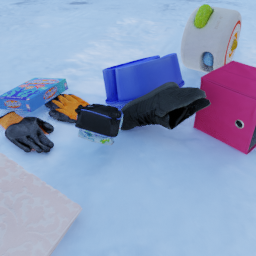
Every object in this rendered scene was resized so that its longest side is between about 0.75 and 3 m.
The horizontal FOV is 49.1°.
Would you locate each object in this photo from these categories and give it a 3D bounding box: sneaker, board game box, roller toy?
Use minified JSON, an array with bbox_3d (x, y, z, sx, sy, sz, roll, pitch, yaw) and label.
[{"bbox_3d":[0.848,-0.422,7.730,2.591,0.778,1.351,-32,41,12],"label":"sneaker"},{"bbox_3d":[-3.226,-1.192,9.568,1.486,0.440,1.954,5,31,24],"label":"board game box"},{"bbox_3d":[3.431,-3.478,11.235,1.909,2.491,2.731,20,24,25],"label":"roller toy"}]

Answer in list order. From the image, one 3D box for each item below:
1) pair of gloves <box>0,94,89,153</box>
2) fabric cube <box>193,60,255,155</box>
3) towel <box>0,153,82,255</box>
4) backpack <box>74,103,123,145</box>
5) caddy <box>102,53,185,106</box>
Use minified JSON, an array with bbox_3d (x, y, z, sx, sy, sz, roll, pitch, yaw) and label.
[{"bbox_3d":[-2.391,-0.278,8.706,2.502,0.347,2.808,30,47,34],"label":"pair of gloves"},{"bbox_3d":[3.205,-0.677,8.040,1.801,1.767,1.795,-30,46,-33],"label":"fabric cube"},{"bbox_3d":[-2.501,1.759,5.291,2.477,0.399,2.366,32,42,8],"label":"towel"},{"bbox_3d":[-0.765,-0.142,7.537,1.204,0.967,1.316,14,15,1],"label":"backpack"},{"bbox_3d":[0.526,-1.513,9.459,2.894,1.519,2.046,-21,17,-26],"label":"caddy"}]
